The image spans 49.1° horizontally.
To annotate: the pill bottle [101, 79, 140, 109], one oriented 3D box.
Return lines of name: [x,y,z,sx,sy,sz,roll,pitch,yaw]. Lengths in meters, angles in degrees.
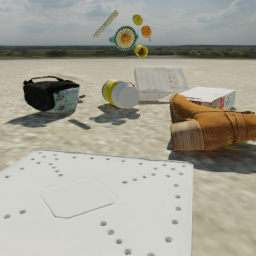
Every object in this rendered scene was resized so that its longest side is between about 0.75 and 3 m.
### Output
pill bottle: [-0.296,-1.294,10.611,0.983,0.983,1.720,-7,18,-22]

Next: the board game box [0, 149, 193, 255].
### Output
board game box: [-0.657,1.060,3.768,2.955,0.382,2.955,3,16,13]

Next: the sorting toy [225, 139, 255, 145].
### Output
sorting toy: [2.584,0.221,6.730,0.938,0.171,0.869,-4,15,30]

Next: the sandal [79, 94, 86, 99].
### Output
sandal: [-2.606,-1.421,11.895,1.697,0.484,0.674,7,18,22]

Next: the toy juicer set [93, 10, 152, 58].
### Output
toy juicer set: [-0.013,-3.860,11.190,2.392,1.521,0.651,14,23,-31]

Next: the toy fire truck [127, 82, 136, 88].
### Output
toy fire truck: [0.360,-1.872,13.388,1.429,0.494,2.027,-3,17,-9]

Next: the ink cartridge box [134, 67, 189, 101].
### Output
ink cartridge box: [1.416,-1.949,12.244,2.191,0.549,1.763,1,48,-7]

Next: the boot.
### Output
boot: [2.029,-0.236,6.836,1.946,0.927,2.515,-7,30,11]

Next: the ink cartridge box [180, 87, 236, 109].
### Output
ink cartridge box: [2.724,-0.939,9.991,1.465,0.677,2.688,11,21,33]

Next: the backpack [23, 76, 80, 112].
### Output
backpack: [-2.558,-1.154,9.865,1.515,1.149,1.816,24,25,28]
